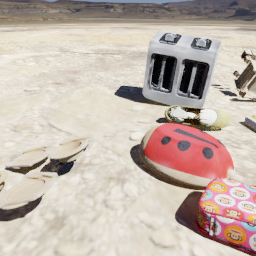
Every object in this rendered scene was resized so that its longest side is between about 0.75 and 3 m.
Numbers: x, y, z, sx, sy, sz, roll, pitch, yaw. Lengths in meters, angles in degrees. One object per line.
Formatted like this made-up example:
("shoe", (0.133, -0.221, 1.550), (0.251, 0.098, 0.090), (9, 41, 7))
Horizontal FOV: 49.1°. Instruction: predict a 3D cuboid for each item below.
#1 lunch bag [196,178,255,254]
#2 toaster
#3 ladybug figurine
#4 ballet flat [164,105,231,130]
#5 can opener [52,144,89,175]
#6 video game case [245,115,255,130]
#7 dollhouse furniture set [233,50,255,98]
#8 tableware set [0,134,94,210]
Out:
("lunch bag", (1.914, 1.317, 4.488), (1.446, 0.592, 1.274), (14, 28, 27))
("toaster", (1.774, -1.948, 9.732), (2.274, 2.515, 1.492), (15, 30, 14))
("ladybug figurine", (1.228, 0.484, 6.024), (2.286, 0.822, 1.552), (21, 32, 37))
("ballet flat", (1.917, -0.320, 7.940), (1.883, 0.666, 0.666), (8, 26, 25))
("can opener", (-1.243, 0.689, 6.346), (0.395, 0.315, 1.181), (42, 36, 8))
("video game case", (4.787, 0.118, 7.514), (2.164, 0.272, 2.378), (-6, 26, -13))
("dollhouse furniture set", (4.673, -1.904, 10.448), (0.888, 1.040, 2.007), (16, 45, -9))
("tableware set", (-1.914, 0.765, 5.389), (2.077, 0.288, 2.486), (-9, 20, 27))
